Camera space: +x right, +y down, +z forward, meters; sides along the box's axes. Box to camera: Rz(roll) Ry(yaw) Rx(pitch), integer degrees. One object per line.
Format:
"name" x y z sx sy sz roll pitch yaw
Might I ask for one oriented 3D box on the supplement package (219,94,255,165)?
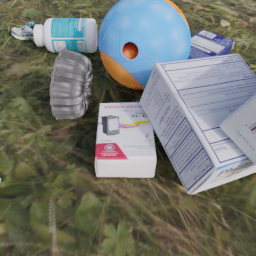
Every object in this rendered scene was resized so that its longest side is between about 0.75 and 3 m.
"supplement package" 3.566 -0.453 5.505 2.891 1.696 1.690 -32 76 -31

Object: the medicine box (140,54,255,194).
"medicine box" 2.160 -0.245 6.995 2.660 1.503 2.921 -12 61 -23

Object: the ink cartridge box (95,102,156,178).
"ink cartridge box" -0.076 0.272 7.603 1.527 0.886 2.069 -1 47 -1

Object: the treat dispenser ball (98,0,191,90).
"treat dispenser ball" 0.525 -2.749 9.158 3.003 3.003 3.003 0 45 0

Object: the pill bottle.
"pill bottle" -2.464 -3.696 11.216 2.385 1.321 1.321 1 45 0

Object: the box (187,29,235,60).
"box" 2.845 -3.039 11.161 2.595 0.420 1.572 -37 55 -27

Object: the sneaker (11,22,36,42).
"sneaker" -4.293 -4.275 12.179 1.804 0.779 0.700 12 46 12

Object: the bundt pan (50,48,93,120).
"bundt pan" -1.556 -1.230 8.238 0.800 2.130 2.130 8 46 4
